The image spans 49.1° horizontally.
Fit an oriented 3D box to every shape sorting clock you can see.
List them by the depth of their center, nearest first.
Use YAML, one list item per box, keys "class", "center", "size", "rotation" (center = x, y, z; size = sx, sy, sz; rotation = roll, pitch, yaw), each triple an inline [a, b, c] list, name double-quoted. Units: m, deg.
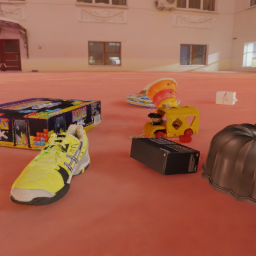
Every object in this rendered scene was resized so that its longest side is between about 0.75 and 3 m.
- class: "shape sorting clock"
  center: [1.058, -1.237, 12.087]
  size: [2.356, 0.462, 2.356]
  rotation: [0, 14, 0]

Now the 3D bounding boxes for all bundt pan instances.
- class: "bundt pan"
  center: [2.295, 0.439, 4.435]
  size: [2.197, 0.825, 2.197]
  rotation: [-1, 13, 0]

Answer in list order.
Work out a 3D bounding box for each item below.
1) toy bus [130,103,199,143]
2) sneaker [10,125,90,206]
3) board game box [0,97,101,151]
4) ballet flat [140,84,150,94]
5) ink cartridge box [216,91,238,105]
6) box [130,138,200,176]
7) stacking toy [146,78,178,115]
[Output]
- class: "toy bus"
  center: [0.997, -0.201, 7.067]
  size: [1.485, 0.813, 1.574]
  rotation: [6, 15, 25]
- class: "sneaker"
  center: [-1.155, 0.492, 4.293]
  size: [0.766, 0.776, 2.031]
  rotation: [4, 15, 7]
- class: "board game box"
  center: [-2.276, -0.252, 7.343]
  size: [2.294, 0.787, 2.775]
  rotation: [5, 14, 17]
- class: "ballet flat"
  center: [1.331, -1.888, 14.161]
  size: [1.994, 0.721, 0.676]
  rotation: [-6, 4, -19]
- class: "ink cartridge box"
  center: [4.350, -1.322, 12.304]
  size: [0.831, 0.520, 0.534]
  rotation: [7, 15, 30]
- class: "box"
  center: [0.622, 0.469, 4.975]
  size: [0.740, 0.414, 1.049]
  rotation: [4, 9, -32]
- class: "stacking toy"
  center: [1.231, -0.762, 8.721]
  size: [1.035, 1.035, 1.417]
  rotation: [-5, 57, -20]
